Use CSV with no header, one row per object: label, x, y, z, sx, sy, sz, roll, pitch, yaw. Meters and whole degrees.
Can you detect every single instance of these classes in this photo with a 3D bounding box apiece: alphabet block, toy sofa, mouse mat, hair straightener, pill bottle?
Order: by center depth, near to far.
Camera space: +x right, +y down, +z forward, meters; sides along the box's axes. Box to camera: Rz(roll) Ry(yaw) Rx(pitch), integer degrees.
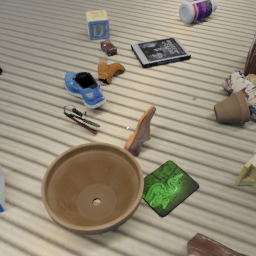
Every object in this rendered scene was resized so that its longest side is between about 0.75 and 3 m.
toy sofa,4.814,1.837,8.400,1.339,1.137,2.745,-35,56,-26
mouse mat,1.252,1.897,9.084,1.778,0.067,1.431,-32,55,-25
hair straightener,-1.738,-0.433,10.537,1.625,0.625,0.333,32,15,7
alphabet block,-1.658,-5.639,15.339,1.140,1.134,1.161,-7,49,-9
pill bottle,4.169,-7.028,16.540,2.187,1.230,1.230,-24,51,-21

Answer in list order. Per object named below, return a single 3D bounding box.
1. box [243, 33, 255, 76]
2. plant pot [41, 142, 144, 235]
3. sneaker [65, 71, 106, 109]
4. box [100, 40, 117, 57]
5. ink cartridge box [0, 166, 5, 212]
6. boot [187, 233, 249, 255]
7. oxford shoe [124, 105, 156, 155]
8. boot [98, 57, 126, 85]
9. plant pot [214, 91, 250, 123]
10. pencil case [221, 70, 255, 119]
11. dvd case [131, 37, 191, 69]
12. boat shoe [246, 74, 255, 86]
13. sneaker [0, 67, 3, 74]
box,6.641,-3.325,12.741,2.141,1.758,1.776,18,50,16
plant pot,-0.982,1.885,8.232,2.846,1.314,2.846,1,47,-1
sneaker,-1.852,-1.905,11.689,1.087,1.233,2.767,-28,42,-25
box,-1.000,-4.126,14.446,0.506,0.378,1.010,-22,53,-20
ink cartridge box,-5.174,2.000,8.401,2.598,0.866,1.505,-13,50,-12
boot,2.352,3.779,6.882,2.189,0.703,2.040,20,37,13
oxford shoe,0.583,0.076,9.913,0.680,0.665,1.865,30,96,5
boot,-0.752,-2.495,12.780,1.418,0.544,1.101,19,64,-36
plant pot,3.946,-0.703,10.833,1.101,1.263,1.263,-14,46,11
pencil case,4.984,-1.332,11.450,1.100,0.957,2.459,-26,51,-4
dvd case,1.640,-3.888,14.261,2.542,0.314,1.910,-14,49,-12
boat shoe,5.705,-1.863,12.198,0.634,0.571,1.758,-4,48,-2
sneaker,-6.407,-2.607,12.989,0.595,0.424,1.199,32,50,32
